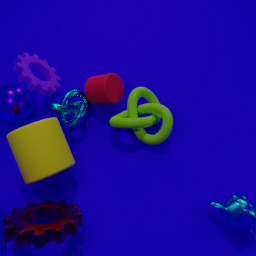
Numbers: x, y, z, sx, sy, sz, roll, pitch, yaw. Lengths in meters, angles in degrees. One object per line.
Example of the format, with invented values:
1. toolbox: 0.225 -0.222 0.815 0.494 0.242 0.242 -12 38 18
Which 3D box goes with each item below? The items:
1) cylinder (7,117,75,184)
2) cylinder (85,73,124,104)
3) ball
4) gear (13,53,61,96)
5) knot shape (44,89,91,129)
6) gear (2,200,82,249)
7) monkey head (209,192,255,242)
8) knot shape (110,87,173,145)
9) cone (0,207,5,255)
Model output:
1. cylinder: -2.253 0.579 7.315 1.343 1.343 1.343 -22 91 -13
2. cylinder: -0.760 -1.239 8.974 0.910 0.910 0.910 -1 51 39
3. ball: -3.565 -0.763 8.681 1.228 1.228 1.228 0 58 0
4. gear: -2.960 -1.764 9.232 0.293 1.583 1.583 -39 55 28
5. knot shape: -1.765 -0.677 8.866 1.497 0.692 1.401 25 44 25
6. gear: -1.985 2.193 6.605 1.763 1.763 0.326 0 98 0
7. monkey head: 2.763 2.165 6.892 1.449 1.042 0.873 40 104 13
8. knot shape: 0.314 -0.336 8.568 1.789 0.883 1.912 -13 54 -8
9. cone: -3.309 2.830 6.766 1.268 1.268 1.273 -32 90 -19
